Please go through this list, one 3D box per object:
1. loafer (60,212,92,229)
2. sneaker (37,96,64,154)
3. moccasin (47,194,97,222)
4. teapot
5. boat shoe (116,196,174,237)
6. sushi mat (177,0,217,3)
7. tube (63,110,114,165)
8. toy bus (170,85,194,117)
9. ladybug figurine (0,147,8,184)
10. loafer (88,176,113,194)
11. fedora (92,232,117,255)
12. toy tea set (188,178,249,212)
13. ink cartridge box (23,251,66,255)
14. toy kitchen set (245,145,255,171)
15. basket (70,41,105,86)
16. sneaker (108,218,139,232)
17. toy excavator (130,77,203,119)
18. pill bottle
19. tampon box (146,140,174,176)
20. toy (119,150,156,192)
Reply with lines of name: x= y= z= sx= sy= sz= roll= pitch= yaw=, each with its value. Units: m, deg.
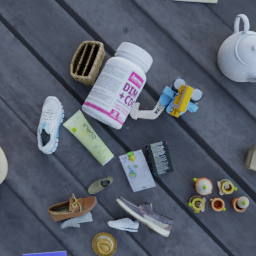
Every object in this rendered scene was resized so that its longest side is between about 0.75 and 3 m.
loafer: x=-1.989 y=3.641 z=10.822 sx=1.250 sy=0.437 sz=0.436 roll=-22 pitch=77 yaw=-3
sneaker: x=-3.072 y=-0.160 z=10.908 sx=0.868 sy=1.003 sz=2.315 roll=3 pitch=83 yaw=1
moccasin: x=-2.125 y=2.979 z=10.715 sx=1.884 sy=0.689 sz=0.727 roll=-13 pitch=126 yaw=5
teapot: x=4.622 y=-2.925 z=10.869 sx=2.155 sy=1.574 sz=2.127 roll=31 pitch=85 yaw=4
boat shoe: x=0.665 y=3.211 z=10.694 sx=2.387 sy=0.859 sz=0.774 roll=33 pitch=79 yaw=1
sushi mat: x=2.842 y=-5.795 z=11.877 sx=1.955 sy=0.118 sz=0.936 roll=4 pitch=86 yaw=0
tube: x=-1.537 y=0.432 z=11.084 sx=2.329 sy=0.605 sz=0.676 roll=49 pitch=48 yaw=9
toy bus: x=1.944 y=-0.954 z=10.165 sx=0.378 sy=0.454 sz=1.160 roll=16 pitch=96 yaw=-37
ladybug figurine: x=-5.654 y=1.156 z=10.801 sx=1.751 sy=0.928 sz=2.580 roll=-40 pitch=86 yaw=-3
loafer: x=-1.105 y=2.234 z=10.983 sx=1.101 sy=0.371 sz=0.419 roll=-32 pitch=85 yaw=-3
fedora: x=-0.919 y=4.526 z=10.755 sx=0.980 sy=0.399 sz=0.980 roll=0 pitch=84 yaw=1
toy tea set: x=3.487 y=2.607 z=10.708 sx=2.281 sy=0.844 sz=1.356 roll=2 pitch=85 yaw=0
ink cartridge box: x=-3.182 y=5.692 z=10.660 sx=1.742 sy=0.382 sz=1.759 roll=-5 pitch=83 yaw=0
toy kitchen set: x=6.040 y=0.942 z=10.225 sx=2.335 sy=2.107 sz=1.905 roll=18 pitch=84 yaw=-3
basket: x=-1.674 y=-2.638 z=11.049 sx=1.119 sy=1.168 sz=1.568 roll=21 pitch=86 yaw=2
sneaker: x=-0.189 y=3.702 z=10.861 sx=1.194 sy=0.456 sz=0.480 roll=10 pitch=75 yaw=-4
toy excavator: x=1.484 y=-0.913 z=11.002 sx=2.228 sy=1.144 sz=2.291 roll=33 pitch=94 yaw=4
pill bottle: x=-0.353 y=-1.608 z=10.687 sx=1.680 sy=1.680 sz=2.963 roll=27 pitch=85 yaw=2
tampon box: x=1.212 y=1.158 z=10.808 sx=0.767 sy=0.910 sz=1.215 roll=-14 pitch=85 yaw=0
toy: x=0.383 y=1.633 z=10.957 sx=0.930 sy=0.381 sz=1.616 roll=-18 pitch=107 yaw=14
